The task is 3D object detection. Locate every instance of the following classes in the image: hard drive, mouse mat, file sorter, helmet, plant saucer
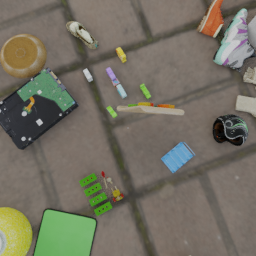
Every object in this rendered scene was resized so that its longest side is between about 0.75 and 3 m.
[{"bbox_3d":[-3.313,-0.712,10.022,2.600,0.492,1.816,-40,84,-5],"label":"hard drive"},{"bbox_3d":[-2.204,4.097,9.524,1.939,0.091,2.410,12,81,1],"label":"mouse mat"},{"bbox_3d":[1.743,1.009,9.724,0.954,0.585,0.662,-39,83,-5],"label":"file sorter"},{"bbox_3d":[3.575,0.077,9.644,1.048,1.100,1.100,0,81,-13],"label":"helmet"},{"bbox_3d":[-3.941,-2.741,10.415,1.770,0.313,1.770,0,81,0],"label":"plant saucer"}]

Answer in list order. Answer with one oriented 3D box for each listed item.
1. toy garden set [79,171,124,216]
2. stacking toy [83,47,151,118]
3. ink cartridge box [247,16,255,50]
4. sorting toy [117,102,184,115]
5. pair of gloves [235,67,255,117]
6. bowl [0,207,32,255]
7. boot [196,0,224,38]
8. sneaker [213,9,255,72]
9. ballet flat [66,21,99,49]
[{"bbox_3d":[-0.885,2.169,9.727,1.118,0.268,1.341,-29,82,-2],"label":"toy garden set"},{"bbox_3d":[-0.409,-1.635,10.160,1.632,0.509,2.164,-32,84,-4],"label":"stacking toy"},{"bbox_3d":[5.794,-4.149,9.700,2.931,2.139,1.232,-36,83,-5],"label":"ink cartridge box"},{"bbox_3d":[0.664,-0.599,8.618,1.517,1.639,0.299,3,93,-29],"label":"sorting toy"},{"bbox_3d":[4.893,-1.305,10.197,1.597,0.329,1.878,20,81,3],"label":"pair of gloves"},{"bbox_3d":[-4.258,3.649,9.097,1.962,1.056,1.962,0,82,1],"label":"bowl"},{"bbox_3d":[3.303,-4.201,10.534,0.859,0.601,1.601,27,91,0],"label":"boot"},{"bbox_3d":[4.249,-3.106,10.263,1.538,0.855,2.199,26,92,2],"label":"sneaker"},{"bbox_3d":[-1.715,-3.551,10.396,1.548,0.583,0.525,42,87,6],"label":"ballet flat"}]
